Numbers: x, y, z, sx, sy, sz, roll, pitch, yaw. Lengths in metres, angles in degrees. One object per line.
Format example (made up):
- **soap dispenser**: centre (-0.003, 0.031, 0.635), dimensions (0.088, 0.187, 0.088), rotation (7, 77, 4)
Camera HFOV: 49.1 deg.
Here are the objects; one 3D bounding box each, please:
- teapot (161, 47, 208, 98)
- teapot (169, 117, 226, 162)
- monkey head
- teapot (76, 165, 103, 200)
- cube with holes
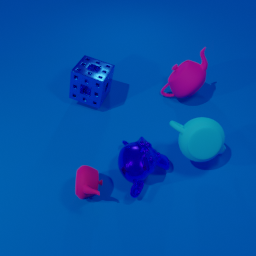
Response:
- **teapot**: centre (1.900, -1.703, 9.121), dimensions (1.015, 2.073, 1.289), rotation (41, 31, -15)
- **teapot**: centre (1.968, 0.282, 7.522), dimensions (1.943, 1.208, 0.951), rotation (25, 15, -13)
- **monkey head**: centre (0.397, 0.966, 7.687), dimensions (1.322, 1.107, 1.837), rotation (25, 40, -35)
- **teapot**: centre (-0.995, 1.423, 7.233), dimensions (0.683, 0.867, 1.395), rotation (4, 11, -12)
- **cube with holes**: centre (-1.179, -1.512, 9.144), dimensions (1.070, 1.070, 1.070), rotation (20, 44, 4)
